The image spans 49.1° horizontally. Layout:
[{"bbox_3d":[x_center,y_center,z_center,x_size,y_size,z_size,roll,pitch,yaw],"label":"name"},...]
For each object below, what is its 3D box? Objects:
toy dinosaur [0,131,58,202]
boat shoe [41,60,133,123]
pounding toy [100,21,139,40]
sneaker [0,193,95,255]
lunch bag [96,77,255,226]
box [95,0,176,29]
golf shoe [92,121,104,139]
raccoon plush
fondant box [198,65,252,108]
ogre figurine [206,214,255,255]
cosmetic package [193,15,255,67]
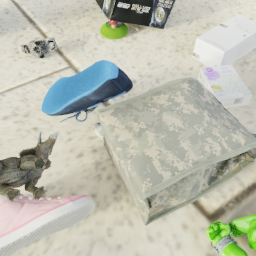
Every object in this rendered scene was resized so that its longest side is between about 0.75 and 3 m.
[{"bbox_3d":[-2.263,0.874,5.243,2.446,0.942,1.251,-21,18,-34],"label":"toy dinosaur"},{"bbox_3d":[-1.047,-0.657,6.520,2.720,0.934,1.145,-6,68,45],"label":"boat shoe"},{"bbox_3d":[-0.386,-3.779,10.090,1.343,0.623,1.037,-29,56,-22],"label":"pounding toy"},{"bbox_3d":[-1.835,1.533,5.398,2.220,0.836,1.161,-22,58,-13],"label":"sneaker"},{"bbox_3d":[1.055,0.280,5.971,2.780,1.634,2.280,-23,53,-13],"label":"lunch bag"},{"bbox_3d":[0.023,-4.964,10.287,2.282,1.200,2.787,-3,46,-29],"label":"box"},{"bbox_3d":[-0.413,-0.085,7.178,0.990,0.388,0.481,-35,75,-20],"label":"golf shoe"},{"bbox_3d":[-2.961,-2.809,9.342,1.218,0.589,0.816,25,46,21],"label":"raccoon plush"},{"bbox_3d":[2.740,-1.202,8.033,1.004,0.406,1.392,-8,49,-7],"label":"fondant box"},{"bbox_3d":[2.592,2.167,4.728,2.244,1.101,1.346,12,37,-5],"label":"ogre figurine"},{"bbox_3d":[3.279,-2.799,9.138,2.212,0.819,1.125,-34,57,-27],"label":"cosmetic package"}]
